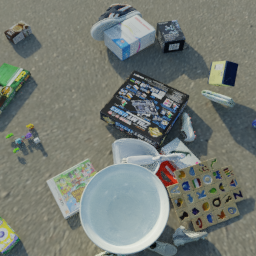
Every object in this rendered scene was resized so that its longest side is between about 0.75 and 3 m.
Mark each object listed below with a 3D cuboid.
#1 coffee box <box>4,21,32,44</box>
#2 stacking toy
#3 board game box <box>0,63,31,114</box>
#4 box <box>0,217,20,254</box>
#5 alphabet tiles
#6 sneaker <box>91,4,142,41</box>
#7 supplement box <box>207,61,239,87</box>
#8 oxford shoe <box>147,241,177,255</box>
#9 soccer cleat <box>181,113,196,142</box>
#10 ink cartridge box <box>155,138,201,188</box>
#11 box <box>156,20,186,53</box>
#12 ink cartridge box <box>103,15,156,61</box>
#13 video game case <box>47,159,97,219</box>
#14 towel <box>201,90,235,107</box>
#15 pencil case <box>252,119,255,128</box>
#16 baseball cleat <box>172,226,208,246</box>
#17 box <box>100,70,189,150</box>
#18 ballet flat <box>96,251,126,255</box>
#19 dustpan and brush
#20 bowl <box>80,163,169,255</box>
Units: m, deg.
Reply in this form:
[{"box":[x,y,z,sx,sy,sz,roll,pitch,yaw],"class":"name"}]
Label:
[{"box":[-5.486,-4.786,14.002,0.643,0.454,1.138,34,65,19],"class":"coffee box"},{"box":[-4.103,0.417,10.993,1.138,0.267,0.858,-29,61,-14],"class":"stacking toy"},{"box":[-5.579,-1.671,12.219,1.411,0.316,2.693,19,61,14],"class":"board game box"},{"box":[-4.123,3.458,9.131,1.107,0.268,0.649,36,65,21],"class":"box"},{"box":[2.704,2.239,9.659,2.510,0.079,2.088,-17,76,-10],"class":"alphabet tiles"},{"box":[-0.788,-5.293,13.918,2.984,1.170,1.185,-30,67,-29],"class":"sneaker"},{"box":[3.917,-2.235,11.613,0.639,0.952,0.953,7,95,-26],"class":"supplement box"},{"box":[1.053,3.801,8.907,1.017,0.294,0.382,14,57,6],"class":"oxford shoe"},{"box":[2.319,-0.052,11.168,0.494,0.441,1.273,-10,62,-3],"class":"soccer cleat"},{"box":[1.796,1.427,10.289,1.539,0.386,1.774,-32,64,-19],"class":"ink cartridge box"},{"box":[2.048,-4.448,13.624,1.043,0.752,1.405,-11,59,-7],"class":"box"},{"box":[0.087,-4.378,13.509,2.053,0.869,1.484,-34,65,-17],"class":"ink cartridge box"},{"box":[-1.802,2.113,9.983,1.705,0.188,1.552,-28,63,-16],"class":"video game case"},{"box":[3.704,-1.225,11.454,1.216,1.040,0.293,24,96,29],"class":"towel"},{"box":[5.442,-0.395,11.362,0.390,0.434,1.000,38,65,21],"class":"pencil case"},{"box":[1.989,3.419,9.074,1.138,0.397,0.606,-13,60,-9],"class":"baseball cleat"},{"box":[0.702,-0.836,11.486,2.738,0.680,2.718,27,63,15],"class":"box"},{"box":[-1.255,4.267,8.320,2.525,0.906,0.906,-25,62,-13],"class":"ballet flat"},{"box":[0.789,1.158,10.135,2.528,0.723,1.764,-2,71,-14],"class":"dustpan and brush"},{"box":[-0.103,2.615,9.020,2.749,1.236,2.749,0,62,0],"class":"bowl"}]
